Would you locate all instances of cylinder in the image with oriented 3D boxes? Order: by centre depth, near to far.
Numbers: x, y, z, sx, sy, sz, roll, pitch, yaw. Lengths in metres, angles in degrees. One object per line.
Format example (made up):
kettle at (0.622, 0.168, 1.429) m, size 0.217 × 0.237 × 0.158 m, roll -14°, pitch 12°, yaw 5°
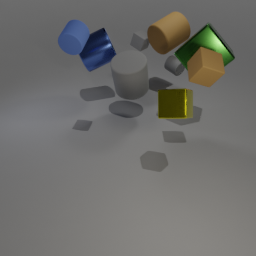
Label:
cylinder at (-1.501, -2.522, 7.801) m, size 0.700 × 0.700 × 0.700 m, roll 7°, pitch 52°, yaw 11°
cylinder at (0.095, -2.074, 11.037) m, size 1.400 × 1.400 × 1.400 m, roll -4°, pitch 51°, yaw 5°
cylinder at (-1.338, -3.318, 11.938) m, size 1.400 × 1.400 × 1.400 m, roll -25°, pitch 33°, yaw 4°
cylinder at (1.820, -4.242, 12.544) m, size 1.400 × 1.400 × 1.400 m, roll -36°, pitch 44°, yaw -18°
cylinder at (2.145, -2.850, 12.826) m, size 0.700 × 0.700 × 0.700 m, roll -25°, pitch 53°, yaw -34°

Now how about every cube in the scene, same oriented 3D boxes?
cube at (1.177, -0.586, 6.886) m, size 0.700 × 0.700 × 0.700 m, roll 1°, pitch 4°, yaw 26°
cube at (2.127, -1.658, 7.706) m, size 0.700 × 0.700 × 0.700 m, roll 12°, pitch 60°, yaw -18°
cube at (2.642, -2.588, 9.655) m, size 1.400 × 1.400 × 1.400 m, roll 49°, pitch 28°, yaw -6°
cube at (0.652, -4.439, 14.201) m, size 0.700 × 0.700 × 0.700 m, roll 37°, pitch 45°, yaw 15°
